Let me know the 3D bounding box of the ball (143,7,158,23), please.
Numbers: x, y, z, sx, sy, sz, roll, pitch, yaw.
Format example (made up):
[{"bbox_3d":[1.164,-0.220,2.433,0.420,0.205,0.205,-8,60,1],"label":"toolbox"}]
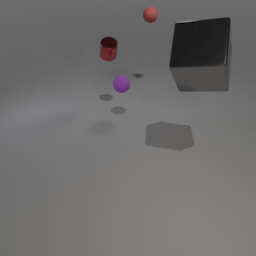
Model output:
[{"bbox_3d":[1.042,-5.252,12.988,0.700,0.700,0.700,0,31,0],"label":"ball"}]

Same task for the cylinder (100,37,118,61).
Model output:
[{"bbox_3d":[-0.775,-3.173,11.281,0.700,0.700,0.700,4,59,-6],"label":"cylinder"}]

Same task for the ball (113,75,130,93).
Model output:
[{"bbox_3d":[-0.257,-1.756,11.213,0.700,0.700,0.700,0,31,0],"label":"ball"}]

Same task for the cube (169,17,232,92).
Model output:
[{"bbox_3d":[2.004,-1.902,7.560,1.400,1.400,1.400,3,72,22],"label":"cube"}]
